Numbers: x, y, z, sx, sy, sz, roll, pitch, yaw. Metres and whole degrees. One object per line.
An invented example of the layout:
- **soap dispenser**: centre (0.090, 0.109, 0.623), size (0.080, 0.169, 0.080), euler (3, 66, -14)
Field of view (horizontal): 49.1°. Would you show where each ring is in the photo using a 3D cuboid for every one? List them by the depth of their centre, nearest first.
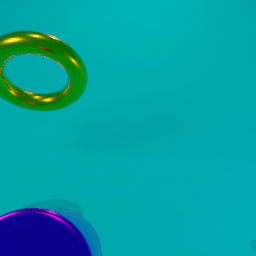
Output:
- **ring**: centre (-1.431, -0.818, 4.401), size (1.589, 1.589, 0.318), euler (-3, 55, -2)

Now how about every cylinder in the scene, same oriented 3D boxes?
- **cylinder**: centre (-0.731, 1.187, 2.388), size (0.972, 0.972, 0.972), euler (0, 74, -2)
